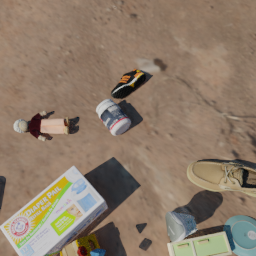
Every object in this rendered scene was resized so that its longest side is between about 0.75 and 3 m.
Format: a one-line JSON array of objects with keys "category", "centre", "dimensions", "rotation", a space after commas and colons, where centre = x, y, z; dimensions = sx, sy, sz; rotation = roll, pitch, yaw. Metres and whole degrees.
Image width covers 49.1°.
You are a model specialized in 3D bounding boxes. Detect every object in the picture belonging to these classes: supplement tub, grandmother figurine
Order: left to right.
[{"category": "grandmother figurine", "centre": [-3.055, -0.104, 9.895], "dimensions": [1.885, 0.571, 1.143], "rotation": [-2, 56, -4]}, {"category": "supplement tub", "centre": [-0.519, -0.379, 9.860], "dimensions": [0.805, 0.805, 1.147], "rotation": [-34, 69, -14]}]

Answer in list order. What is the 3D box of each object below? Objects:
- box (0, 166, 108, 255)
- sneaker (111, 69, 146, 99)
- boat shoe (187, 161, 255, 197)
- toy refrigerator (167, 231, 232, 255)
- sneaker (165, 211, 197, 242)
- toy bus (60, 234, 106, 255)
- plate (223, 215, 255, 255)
[{"category": "box", "centre": [-2.054, 2.597, 8.189], "dimensions": [2.595, 1.315, 1.460], "rotation": [-40, 71, -17]}, {"category": "sneaker", "centre": [-0.100, -1.707, 10.689], "dimensions": [1.585, 0.554, 0.713], "rotation": [-36, 55, -16]}, {"category": "boat shoe", "centre": [3.340, 1.515, 8.916], "dimensions": [2.834, 0.914, 1.010], "rotation": [9, 65, 4]}, {"category": "toy refrigerator", "centre": [2.065, 3.522, 8.165], "dimensions": [1.688, 0.591, 0.641], "rotation": [-9, 66, -4]}, {"category": "sneaker", "centre": [1.480, 2.630, 7.694], "dimensions": [0.847, 2.114, 0.743], "rotation": [-7, 76, 5]}, {"category": "toy bus", "centre": [-1.046, 3.963, 7.739], "dimensions": [1.843, 1.009, 1.953], "rotation": [15, 97, 38]}, {"category": "plate", "centre": [3.519, 3.226, 8.425], "dimensions": [1.253, 0.160, 1.253], "rotation": [-2, 54, 3]}]
